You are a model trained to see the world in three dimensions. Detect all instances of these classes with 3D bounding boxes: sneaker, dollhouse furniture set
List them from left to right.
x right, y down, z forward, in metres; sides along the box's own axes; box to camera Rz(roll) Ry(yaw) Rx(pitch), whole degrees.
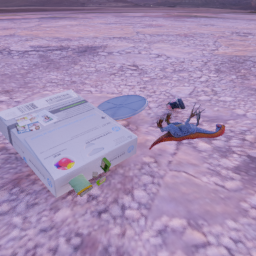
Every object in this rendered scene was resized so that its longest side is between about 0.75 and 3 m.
[{"bbox_3d":[-0.676,0.895,5.204,0.802,0.310,0.401,-32,68,-31],"label":"dollhouse furniture set"},{"bbox_3d":[1.563,-0.739,9.232,0.479,0.410,1.168,-23,6,1],"label":"sneaker"}]

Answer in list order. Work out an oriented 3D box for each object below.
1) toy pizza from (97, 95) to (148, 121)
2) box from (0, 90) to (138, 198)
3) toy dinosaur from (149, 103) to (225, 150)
[{"bbox_3d":[-0.190,-0.543,8.097,1.601,0.254,1.601,-10,28,5],"label":"toy pizza"},{"bbox_3d":[-1.510,0.125,6.749,2.208,0.583,2.832,-26,44,-35],"label":"box"},{"bbox_3d":[1.475,0.079,6.669,1.467,1.617,0.849,31,27,29],"label":"toy dinosaur"}]
